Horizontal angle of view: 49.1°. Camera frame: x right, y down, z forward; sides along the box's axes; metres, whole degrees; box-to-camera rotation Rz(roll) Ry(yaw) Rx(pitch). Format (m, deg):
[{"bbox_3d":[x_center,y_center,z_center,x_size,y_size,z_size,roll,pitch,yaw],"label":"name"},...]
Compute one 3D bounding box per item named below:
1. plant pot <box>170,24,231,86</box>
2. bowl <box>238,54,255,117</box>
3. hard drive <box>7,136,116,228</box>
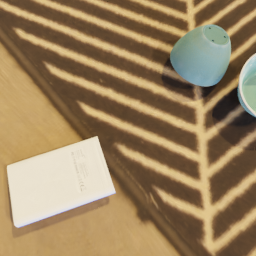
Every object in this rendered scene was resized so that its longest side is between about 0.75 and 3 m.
[{"bbox_3d":[2.180,-2.191,7.852,1.692,1.139,1.692,7,59,-12],"label":"plant pot"},{"bbox_3d":[3.862,-1.037,7.684,2.007,1.050,2.007,0,83,0],"label":"bowl"},{"bbox_3d":[-1.745,1.319,7.211,2.480,0.315,1.636,-18,60,-6],"label":"hard drive"}]
